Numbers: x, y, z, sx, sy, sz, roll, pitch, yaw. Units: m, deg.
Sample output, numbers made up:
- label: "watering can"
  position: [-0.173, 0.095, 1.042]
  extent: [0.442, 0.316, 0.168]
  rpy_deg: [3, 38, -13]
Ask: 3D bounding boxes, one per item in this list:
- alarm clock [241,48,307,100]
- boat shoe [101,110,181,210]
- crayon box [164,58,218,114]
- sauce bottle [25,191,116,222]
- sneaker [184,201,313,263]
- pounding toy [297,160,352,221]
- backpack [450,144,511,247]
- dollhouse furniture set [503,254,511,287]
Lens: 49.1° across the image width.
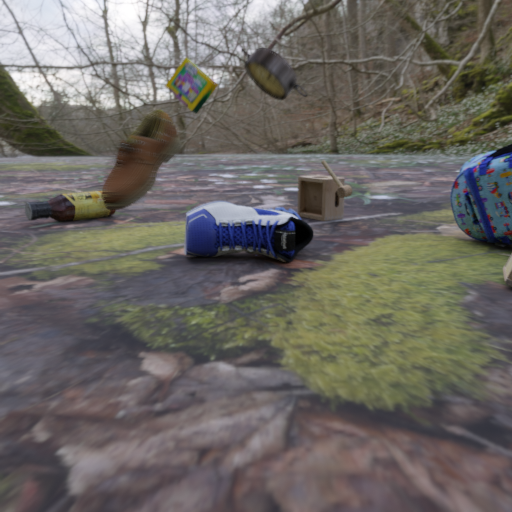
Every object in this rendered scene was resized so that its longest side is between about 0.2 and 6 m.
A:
- label: "alarm clock"
  position: [0.464, -3.839, 11.986]
  extent: [1.690, 0.563, 1.140]
  rpy_deg: [39, -6, 23]
- label: "boat shoe"
  position: [-1.954, -1.601, 9.051]
  extent: [0.766, 0.724, 2.128]
  rpy_deg: [1, 42, 20]
- label: "crayon box"
  position: [-1.464, -3.839, 12.632]
  extent: [0.956, 0.825, 0.279]
  rpy_deg: [44, 13, 15]
- label: "sauce bottle"
  position: [-4.953, -1.315, 15.067]
  extent: [2.334, 0.770, 0.770]
  rpy_deg: [-12, 18, -42]
- label: "sneaker"
  position: [-0.002, -0.471, 10.727]
  extent: [2.616, 1.057, 1.511]
  rpy_deg: [-4, 11, -21]
- label: "pounding toy"
  position: [2.021, -1.782, 15.113]
  extent: [0.835, 1.604, 1.826]
  rpy_deg: [-9, 16, -35]
- label: "backpack"
  position: [5.141, -1.227, 11.921]
  extent: [1.557, 2.113, 2.314]
  rpy_deg: [-24, 11, -36]
- label: "dollhouse furniture set"
  position: [5.063, 0.190, 8.584]
  extent: [1.977, 1.314, 1.733]
  rpy_deg: [27, 21, 14]
